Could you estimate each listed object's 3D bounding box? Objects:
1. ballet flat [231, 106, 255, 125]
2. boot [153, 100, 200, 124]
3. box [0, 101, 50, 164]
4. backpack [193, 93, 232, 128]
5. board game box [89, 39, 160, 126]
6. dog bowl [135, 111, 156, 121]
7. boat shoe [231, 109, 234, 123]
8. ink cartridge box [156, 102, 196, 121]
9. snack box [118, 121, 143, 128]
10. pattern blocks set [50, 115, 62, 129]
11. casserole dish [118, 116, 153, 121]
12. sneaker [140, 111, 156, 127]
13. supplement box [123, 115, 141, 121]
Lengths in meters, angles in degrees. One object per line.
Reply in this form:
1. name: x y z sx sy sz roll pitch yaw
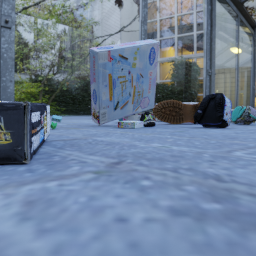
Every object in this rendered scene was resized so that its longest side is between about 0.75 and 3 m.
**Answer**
1. ballet flat: 4.909 -0.456 11.724 0.869 0.869 2.415 1 3 11
2. boot: 2.301 -0.570 12.159 2.667 1.001 1.430 3 -7 -7
3. box: -2.525 -0.039 3.649 2.794 0.694 2.774 -1 2 -11
4. backpack: 2.819 -0.543 8.974 1.141 1.087 0.879 3 -12 44
5. board game box: -0.096 -1.719 10.345 2.716 2.723 0.560 -19 36 -33
6. dog bowl: 1.187 -0.710 16.502 1.635 0.603 1.635 0 4 0
7. boat shoe: 4.896 -0.545 13.318 1.922 0.692 0.632 -8 6 14
8. ink cartridge box: 2.898 -0.833 14.924 1.734 0.998 2.375 -3 4 -39
9. snack box: 0.095 -0.116 8.987 0.592 0.220 0.832 1 3 22
10. pattern blocks set: -3.048 -0.331 8.227 2.074 0.168 1.823 14 17 0
11. casserole dish: 0.350 -0.439 13.764 1.856 0.360 1.124 -2 4 -23
12. sneaker: 0.640 -0.330 9.931 0.467 0.539 1.303 0 3 -12
13. supplement box: 0.189 -0.315 11.181 0.765 0.387 0.395 0 3 -9
